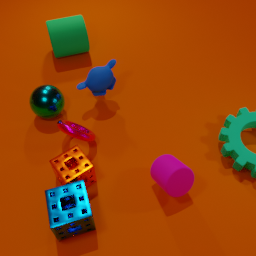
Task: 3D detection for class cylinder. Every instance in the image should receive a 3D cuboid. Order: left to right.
[{"bbox_3d":[-2.048,-3.133,9.601,1.224,1.224,1.224,-15,53,-10],"label":"cylinder"},{"bbox_3d":[1.008,1.087,6.454,0.748,0.748,0.748,-22,26,-16],"label":"cylinder"}]

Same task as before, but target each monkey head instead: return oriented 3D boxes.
[{"bbox_3d":[-0.864,-1.450,8.072,1.340,0.807,0.964,-37,52,-3],"label":"monkey head"}]

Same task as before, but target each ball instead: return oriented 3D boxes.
[{"bbox_3d":[-2.278,-0.742,7.911,0.969,0.969,0.969,0,52,0],"label":"ball"}]

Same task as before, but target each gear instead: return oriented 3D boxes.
[{"bbox_3d":[3.346,0.332,7.170,1.909,0.353,1.909,-2,58,3],"label":"gear"}]

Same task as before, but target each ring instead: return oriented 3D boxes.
[{"bbox_3d":[-1.346,0.071,7.333,1.070,1.070,0.214,27,96,20],"label":"ring"}]

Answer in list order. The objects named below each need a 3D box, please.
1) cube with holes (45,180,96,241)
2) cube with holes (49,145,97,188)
[{"bbox_3d":[-1.223,1.774,6.019,0.838,0.838,0.838,-14,53,-11],"label":"cube with holes"},{"bbox_3d":[-1.286,1.033,6.658,0.747,0.747,0.747,-31,58,-22],"label":"cube with holes"}]
